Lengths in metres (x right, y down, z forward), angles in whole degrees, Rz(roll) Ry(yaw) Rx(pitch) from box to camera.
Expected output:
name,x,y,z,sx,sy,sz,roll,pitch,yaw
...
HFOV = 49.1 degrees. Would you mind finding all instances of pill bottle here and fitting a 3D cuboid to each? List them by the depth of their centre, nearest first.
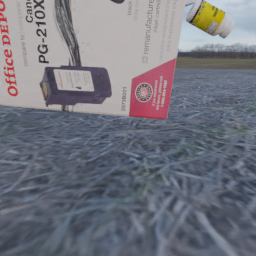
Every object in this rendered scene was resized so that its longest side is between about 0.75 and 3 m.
name,x,y,z,sx,sy,sz,roll,pitch,yaw
pill bottle,2.527,-3.309,8.567,1.348,0.758,0.758,26,13,-6

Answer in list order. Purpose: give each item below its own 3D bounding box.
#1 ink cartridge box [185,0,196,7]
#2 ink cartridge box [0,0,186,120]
name,x,y,z,sx,sy,sz,roll,pitch,yaw
ink cartridge box,1.156,-4.107,8.865,1.959,0.829,1.416,-26,20,-28
ink cartridge box,-0.654,-1.340,4.487,2.766,2.003,1.167,4,31,0
